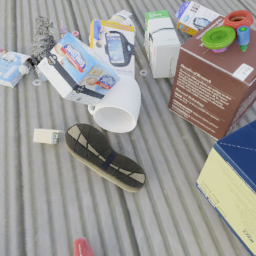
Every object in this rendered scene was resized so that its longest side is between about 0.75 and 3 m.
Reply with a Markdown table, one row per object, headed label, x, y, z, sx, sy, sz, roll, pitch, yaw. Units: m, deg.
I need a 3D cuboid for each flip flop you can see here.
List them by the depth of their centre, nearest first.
| label | x | y | z | sx | sy | sz | roll | pitch | yaw |
| --- | --- | --- | --- | --- | --- | --- | --- | --- | --- |
| flip flop | -0.767 | 0.981 | 8.645 | 2.937 | 0.846 | 1.191 | 35 | 54 | 6 |

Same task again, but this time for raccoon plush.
| label | x | y | z | sx | sy | sz | roll | pitch | yaw |
| --- | --- | --- | --- | --- | --- | --- | --- | --- | --- |
| raccoon plush | -3.368 | -3.211 | 10.561 | 1.076 | 1.490 | 2.224 | 9 | 48 | 14 |

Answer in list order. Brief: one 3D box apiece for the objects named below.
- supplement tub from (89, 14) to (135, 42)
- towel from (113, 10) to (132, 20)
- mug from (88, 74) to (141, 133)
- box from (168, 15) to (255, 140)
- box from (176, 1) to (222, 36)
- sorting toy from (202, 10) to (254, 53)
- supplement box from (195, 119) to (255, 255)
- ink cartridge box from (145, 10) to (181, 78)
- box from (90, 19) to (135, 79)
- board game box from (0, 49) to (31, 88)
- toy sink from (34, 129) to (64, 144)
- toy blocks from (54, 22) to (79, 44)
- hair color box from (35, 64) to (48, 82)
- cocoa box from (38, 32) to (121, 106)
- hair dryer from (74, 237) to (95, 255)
| label | x | y | z | sx | sy | sz | roll | pitch | yaw |
| --- | --- | --- | --- | --- | --- | --- | --- | --- | --- |
| supplement tub | -0.662 | -3.906 | 11.884 | 1.252 | 1.252 | 1.731 | 36 | 62 | 24 |
| towel | -0.263 | -5.328 | 13.517 | 0.781 | 0.334 | 0.647 | -39 | 61 | -23 |
| mug | -0.498 | -0.912 | 9.670 | 1.951 | 1.440 | 1.710 | -6 | 52 | 26 |
| box | 3.041 | -1.577 | 9.214 | 2.304 | 2.806 | 2.328 | 36 | 61 | 24 |
| box | 3.323 | -4.712 | 12.571 | 2.405 | 0.499 | 1.432 | 29 | 69 | 9 |
| sorting toy | 2.903 | -2.547 | 7.858 | 1.720 | 0.706 | 1.034 | -43 | 48 | -13 |
| supplement box | 3.309 | 1.523 | 7.151 | 1.635 | 2.433 | 2.436 | -25 | 58 | -17 |
| ink cartridge box | 1.312 | -3.329 | 11.224 | 0.931 | 1.642 | 2.240 | -7 | 53 | -5 |
| box | -0.597 | -2.642 | 10.620 | 1.662 | 0.579 | 2.792 | 4 | 75 | -20 |
| board game box | -4.959 | -2.468 | 11.365 | 1.581 | 0.344 | 1.588 | 16 | 57 | 9 |
| toy sink | -2.586 | 0.284 | 9.176 | 0.821 | 0.535 | 0.460 | 4 | 90 | 4 |
| toy blocks | -2.713 | -3.673 | 11.779 | 1.357 | 1.142 | 1.268 | -10 | 55 | -7 |
| hair color box | -2.880 | -2.499 | 11.326 | 1.615 | 0.490 | 0.799 | -21 | 56 | -14 |
| cocoa box | -1.303 | -1.585 | 8.044 | 1.263 | 1.925 | 1.284 | -43 | 76 | 12 |
| hair dryer | -1.441 | 3.856 | 6.531 | 1.983 | 0.707 | 2.603 | 15 | 54 | 12 |
